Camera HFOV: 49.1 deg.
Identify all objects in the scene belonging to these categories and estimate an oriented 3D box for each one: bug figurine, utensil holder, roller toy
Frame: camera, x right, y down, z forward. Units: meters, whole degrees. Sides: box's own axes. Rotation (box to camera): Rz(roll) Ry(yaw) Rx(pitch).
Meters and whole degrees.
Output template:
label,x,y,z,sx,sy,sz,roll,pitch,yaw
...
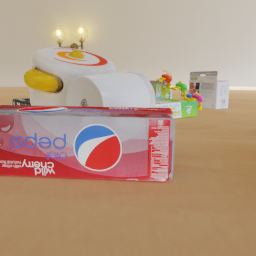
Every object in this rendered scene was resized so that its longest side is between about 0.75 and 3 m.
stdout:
label,x,y,z,sx,sy,sz,roll,pitch,yaw
bug figurine,2.311,-1.546,11.635,2.266,0.583,1.757,32,8,-27
utensil holder,-0.427,-0.638,6.946,1.481,1.481,1.742,9,15,42
roller toy,-1.697,-1.428,8.535,2.700,1.887,2.463,4,26,-18

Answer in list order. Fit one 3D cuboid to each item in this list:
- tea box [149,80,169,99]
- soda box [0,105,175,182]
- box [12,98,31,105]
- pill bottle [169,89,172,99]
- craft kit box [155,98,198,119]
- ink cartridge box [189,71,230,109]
label,x,y,z,sx,sy,sz,roll,pitch,yaw
tea box,1.124,-1.501,12.423,0.823,1.212,1.232,-7,13,-35
soda box,-0.750,0.162,4.061,2.784,0.883,0.975,2,12,6
box,-2.968,-0.791,10.403,1.957,0.532,2.443,-7,12,-35
pill bottle,1.464,-1.766,14.847,1.557,0.878,0.878,-3,11,-16
craft kit box,0.596,-0.709,9.895,2.638,0.640,2.606,-8,15,-36
ink cartridge box,3.606,-1.741,12.626,0.770,1.613,1.837,-5,12,-27
